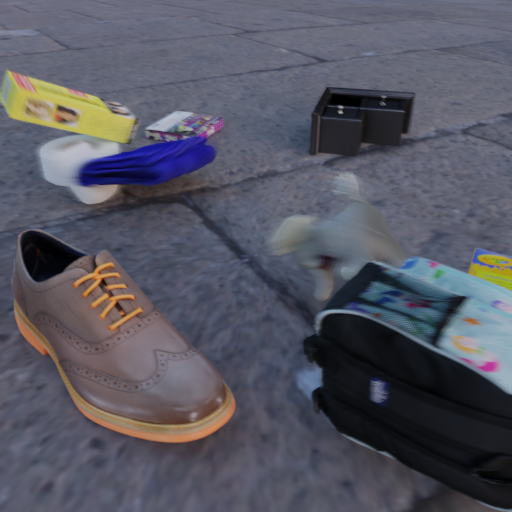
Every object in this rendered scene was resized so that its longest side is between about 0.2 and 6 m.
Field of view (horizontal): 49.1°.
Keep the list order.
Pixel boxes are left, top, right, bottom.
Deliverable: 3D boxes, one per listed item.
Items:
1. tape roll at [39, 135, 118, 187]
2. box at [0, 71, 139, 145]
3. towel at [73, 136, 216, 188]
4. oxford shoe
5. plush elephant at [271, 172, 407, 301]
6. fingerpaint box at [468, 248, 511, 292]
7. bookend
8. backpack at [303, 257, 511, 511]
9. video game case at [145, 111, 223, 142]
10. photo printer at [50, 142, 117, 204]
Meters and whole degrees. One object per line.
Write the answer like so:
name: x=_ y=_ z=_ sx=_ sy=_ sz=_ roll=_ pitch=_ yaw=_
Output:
tape roll: x=-3.686 y=-2.027 z=11.780 sx=1.594 sy=0.557 sz=1.594 roll=0 pitch=32 yaw=0
box: x=-3.748 y=-2.965 z=11.405 sx=2.549 sy=0.639 sz=0.959 roll=6 pitch=31 yaw=-40
towel: x=-2.011 y=-1.819 z=10.548 sx=1.843 sy=0.618 sz=2.496 roll=1 pitch=17 yaw=18
oxford shoe: x=-1.776 y=0.794 z=6.449 sx=3.729 sy=1.359 sz=1.329 roll=24 pitch=39 yaw=33
plush elephant: x=1.031 y=-0.061 z=7.487 sx=1.456 sy=1.369 sz=1.768 roll=6 pitch=56 yaw=-46
fingerpaint box: x=3.592 y=0.821 z=6.993 sx=2.030 sy=0.745 sz=1.694 roll=14 pitch=35 yaw=21
bookend: x=2.502 y=-3.108 z=13.104 sx=2.181 sy=1.011 sz=2.195 roll=8 pitch=33 yaw=13
backpack: x=1.801 y=1.178 z=5.246 sx=2.205 sy=1.958 sz=1.660 roll=26 pitch=48 yaw=37
video game case: x=-1.758 y=-3.185 z=13.918 sx=1.401 sy=0.277 sz=1.546 roll=12 pitch=34 yaw=19
photo printer: x=-3.202 y=-1.540 z=10.618 sx=0.397 sy=1.145 sz=0.952 roll=-33 pitch=11 yaw=30
